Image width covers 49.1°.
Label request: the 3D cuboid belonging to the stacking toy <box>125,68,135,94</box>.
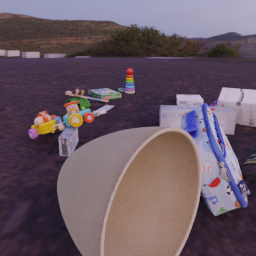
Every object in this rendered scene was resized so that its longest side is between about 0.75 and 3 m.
[{"bbox_3d":[0.111,-2.860,17.025,0.635,1.487,0.635,0,18,0],"label":"stacking toy"}]

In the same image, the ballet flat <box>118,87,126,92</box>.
[{"bbox_3d":[-0.211,-2.409,17.632,0.838,0.317,0.268,-1,-6,-14],"label":"ballet flat"}]

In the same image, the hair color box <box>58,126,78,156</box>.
[{"bbox_3d":[-1.802,0.365,8.578,0.358,0.585,1.181,0,18,0],"label":"hair color box"}]

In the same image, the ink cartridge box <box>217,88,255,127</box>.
[{"bbox_3d":[4.448,-0.776,10.684,1.817,1.322,0.763,10,56,28],"label":"ink cartridge box"}]

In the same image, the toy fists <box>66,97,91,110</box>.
[{"bbox_3d":[-2.392,-1.226,13.666,1.373,0.472,0.700,15,20,42],"label":"toy fists"}]

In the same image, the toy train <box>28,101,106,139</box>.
[{"bbox_3d":[-2.245,-0.418,9.423,2.773,0.771,2.083,-13,13,18],"label":"toy train"}]

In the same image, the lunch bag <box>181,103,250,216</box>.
[{"bbox_3d":[1.686,0.525,5.723,0.853,1.809,2.258,-23,19,19],"label":"lunch bag"}]

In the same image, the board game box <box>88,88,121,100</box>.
[{"bbox_3d":[-1.385,-1.999,16.339,1.281,0.277,1.904,-9,20,-27],"label":"board game box"}]

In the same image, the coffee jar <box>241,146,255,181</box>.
[{"bbox_3d":[3.193,0.844,6.838,1.057,0.451,0.551,-38,9,-35],"label":"coffee jar"}]

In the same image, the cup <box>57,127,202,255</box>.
[{"bbox_3d":[-0.135,0.955,4.178,1.588,2.220,2.220,13,22,39],"label":"cup"}]

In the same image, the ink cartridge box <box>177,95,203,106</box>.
[{"bbox_3d":[3.176,-1.452,14.598,1.286,0.400,1.598,2,14,7],"label":"ink cartridge box"}]

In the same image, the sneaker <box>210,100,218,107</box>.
[{"bbox_3d":[3.836,-0.947,12.447,1.258,0.556,0.506,-11,20,15],"label":"sneaker"}]

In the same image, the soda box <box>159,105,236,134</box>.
[{"bbox_3d":[2.478,-0.313,10.247,2.643,0.838,0.902,2,18,5],"label":"soda box"}]

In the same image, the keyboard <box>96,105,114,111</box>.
[{"bbox_3d":[-1.114,-0.890,13.307,0.418,0.079,1.485,11,21,16],"label":"keyboard"}]

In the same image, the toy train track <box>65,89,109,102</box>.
[{"bbox_3d":[-2.019,-1.670,14.187,2.307,0.375,1.323,8,6,-34],"label":"toy train track"}]
